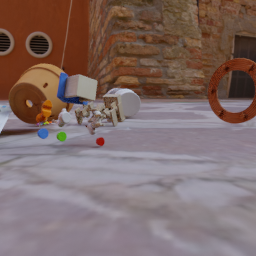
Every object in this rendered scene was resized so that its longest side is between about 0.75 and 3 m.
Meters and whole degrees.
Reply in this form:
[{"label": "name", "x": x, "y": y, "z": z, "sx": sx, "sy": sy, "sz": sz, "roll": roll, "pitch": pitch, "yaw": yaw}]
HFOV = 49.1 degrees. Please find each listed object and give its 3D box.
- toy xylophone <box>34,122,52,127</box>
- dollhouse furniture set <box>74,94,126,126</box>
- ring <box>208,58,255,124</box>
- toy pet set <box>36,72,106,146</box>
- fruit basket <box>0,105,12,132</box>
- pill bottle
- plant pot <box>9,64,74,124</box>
[{"label": "toy xylophone", "x": -2.813, "y": -0.338, "z": 9.074, "sx": 0.677, "sy": 0.232, "sz": 0.924, "roll": 29, "pitch": 18, "yaw": 15}, {"label": "dollhouse furniture set", "x": -0.766, "y": -0.426, "z": 9.562, "sx": 1.396, "sy": 0.989, "sz": 1.520, "roll": 3, "pitch": 29, "yaw": 26}, {"label": "ring", "x": 3.577, "y": -1.234, "z": 9.423, "sx": 0.211, "sy": 2.197, "sz": 2.197, "roll": -5, "pitch": 8, "yaw": -38}, {"label": "toy pet set", "x": -1.137, "y": -0.366, "z": 5.312, "sx": 0.745, "sy": 1.310, "sz": 1.403, "roll": 0, "pitch": -10, "yaw": 44}, {"label": "fruit basket", "x": -4.022, "y": -0.200, "z": 6.385, "sx": 2.447, "sy": 1.239, "sz": 2.642, "roll": 2, "pitch": 24, "yaw": -16}, {"label": "pill bottle", "x": -0.247, "y": -1.116, "z": 12.263, "sx": 1.215, "sy": 1.215, "sz": 2.136, "roll": -2, "pitch": 9, "yaw": -16}, {"label": "plant pot", "x": -2.380, "y": -0.816, "z": 7.479, "sx": 1.614, "sy": 1.614, "sz": 1.130, "roll": 2, "pitch": 22, "yaw": 13}]
